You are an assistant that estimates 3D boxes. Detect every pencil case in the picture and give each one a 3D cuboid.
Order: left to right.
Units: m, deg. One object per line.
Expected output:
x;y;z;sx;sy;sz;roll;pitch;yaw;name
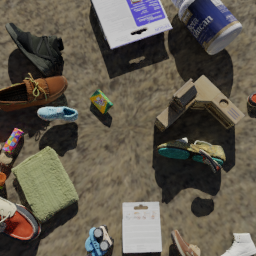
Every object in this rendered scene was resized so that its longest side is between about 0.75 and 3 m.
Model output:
-4.026;0.460;9.807;0.401;0.401;0.908;27;78;6;pencil case

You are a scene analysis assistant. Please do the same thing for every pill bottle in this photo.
2.790;-4.121;10.296;1.449;1.449;2.609;-34;79;-7;pill bottle

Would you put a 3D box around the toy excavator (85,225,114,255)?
-1.095;3.933;8.946;1.327;0.663;1.290;-30;77;6;toy excavator

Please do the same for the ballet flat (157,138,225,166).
2.158;0.732;9.601;2.323;0.821;0.821;11;77;2;ballet flat

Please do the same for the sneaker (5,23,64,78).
-3.330;-3.141;10.366;2.464;0.942;1.412;45;79;6;sneaker

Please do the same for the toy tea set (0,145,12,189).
-4.537;1.275;9.552;0.961;0.598;1.616;23;55;-28;toy tea set

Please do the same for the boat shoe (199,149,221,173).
2.580;1.054;8.990;0.963;0.343;0.301;42;98;-14;boat shoe

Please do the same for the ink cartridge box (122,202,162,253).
0.451;3.257;9.202;1.262;0.443;1.552;-2;70;0;ink cartridge box

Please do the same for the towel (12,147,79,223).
-2.774;1.864;9.475;1.615;0.397;2.177;-31;78;-8;towel

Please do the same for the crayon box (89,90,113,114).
-0.960;-0.947;10.094;0.789;0.230;0.469;47;113;8;crayon box

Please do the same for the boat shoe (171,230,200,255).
1.967;3.985;8.900;0.631;0.666;1.758;-29;88;-10;boat shoe

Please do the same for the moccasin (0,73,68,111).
-3.428;-1.323;9.886;2.592;1.000;0.948;-11;77;-2;moccasin

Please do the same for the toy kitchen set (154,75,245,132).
2.389;-0.431;9.254;2.246;1.832;2.026;-42;80;-9;toy kitchen set

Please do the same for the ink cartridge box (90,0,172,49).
0.086;-4.352;10.801;2.507;0.549;2.531;-19;76;-4;ink cartridge box

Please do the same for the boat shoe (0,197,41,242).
-4.200;2.707;9.009;2.986;0.934;1.063;32;77;6;boat shoe

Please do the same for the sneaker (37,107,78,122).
-2.399;-0.563;9.644;1.387;0.568;0.513;3;64;-15;sneaker

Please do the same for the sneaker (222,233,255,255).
3.417;3.811;9.019;1.304;0.480;0.753;-14;76;-13;sneaker

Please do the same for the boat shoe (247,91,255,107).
5.249;-1.188;10.086;1.809;0.566;0.644;-9;79;-1;boat shoe
